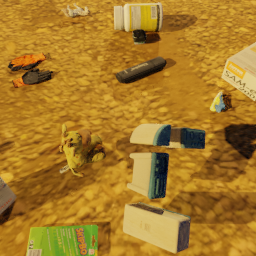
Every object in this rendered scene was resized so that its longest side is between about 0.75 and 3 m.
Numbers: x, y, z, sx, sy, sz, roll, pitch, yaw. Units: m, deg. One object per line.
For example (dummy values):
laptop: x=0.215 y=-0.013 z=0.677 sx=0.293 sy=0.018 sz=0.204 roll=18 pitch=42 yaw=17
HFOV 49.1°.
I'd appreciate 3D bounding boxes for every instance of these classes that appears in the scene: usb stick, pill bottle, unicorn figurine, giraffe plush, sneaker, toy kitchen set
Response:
usb stick: x=0.590 y=-2.541 z=12.158 sx=2.362 sy=0.385 sz=0.655 roll=-25 pitch=57 yaw=-18
pill bottle: x=0.484 y=-5.453 z=13.830 sx=2.316 sy=1.324 sz=1.324 roll=-2 pitch=52 yaw=-2
unicorn figurine: x=-2.731 y=-6.306 z=15.048 sx=1.472 sy=0.544 sz=1.011 roll=-32 pitch=68 yaw=-5
giraffe plush: x=-1.475 y=0.490 z=8.112 sx=1.374 sy=1.291 sz=1.592 roll=32 pitch=62 yaw=21
sneaker: x=3.605 y=-0.962 z=11.001 sx=0.514 sy=0.370 sz=0.978 roll=32 pitch=65 yaw=8
toy kitchen set: x=1.403 y=1.432 z=7.720 sx=1.747 sy=2.376 sz=2.966 roll=3 pitch=87 yaw=45

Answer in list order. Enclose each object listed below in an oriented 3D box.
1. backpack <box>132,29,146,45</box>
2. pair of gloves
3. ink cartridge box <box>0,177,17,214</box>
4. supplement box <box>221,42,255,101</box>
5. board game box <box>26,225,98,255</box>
backpack: x=0.540 y=-4.412 z=13.488 sx=0.669 sy=0.567 sz=0.753 roll=-8 pitch=56 yaw=-4
pair of gloves: x=-4.317 y=-2.600 z=12.302 sx=1.745 sy=0.242 sz=1.958 roll=-20 pitch=56 yaw=-15
ink cartridge box: x=-4.198 y=1.838 z=7.767 sx=0.842 sy=1.966 sz=1.451 roll=31 pitch=58 yaw=22
supplement box: x=5.647 y=-2.601 z=11.769 sx=2.875 sy=1.057 sz=1.812 roll=-31 pitch=58 yaw=-22
board game box: x=-1.792 y=3.210 z=7.788 sx=1.913 sy=0.287 sz=0.914 roll=-3 pitch=53 yaw=0
